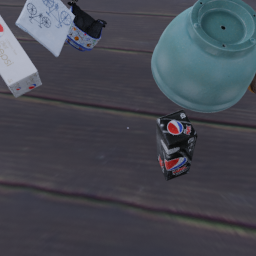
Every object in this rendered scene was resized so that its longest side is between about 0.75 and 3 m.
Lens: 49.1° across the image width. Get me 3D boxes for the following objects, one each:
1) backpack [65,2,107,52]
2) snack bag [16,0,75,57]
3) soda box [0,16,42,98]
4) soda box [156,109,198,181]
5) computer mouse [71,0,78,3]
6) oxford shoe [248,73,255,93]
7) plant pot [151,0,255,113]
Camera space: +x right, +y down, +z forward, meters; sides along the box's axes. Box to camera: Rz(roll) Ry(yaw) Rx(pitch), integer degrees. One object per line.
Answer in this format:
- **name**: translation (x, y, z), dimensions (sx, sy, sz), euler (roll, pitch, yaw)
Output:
- **backpack**: translation (-1.537, -3.226, 9.253), dimensions (1.468, 1.131, 1.398), euler (24, 32, -24)
- **snack bag**: translation (-2.192, -2.947, 7.673), dimensions (0.170, 1.494, 1.585), euler (1, 67, 35)
- **soda box**: translation (-3.278, -2.044, 7.387), dimensions (0.816, 0.763, 2.396), euler (-33, 79, -16)
- **soda box**: translation (0.873, 0.398, 5.278), dimensions (0.524, 1.656, 0.586), euler (-19, 59, -4)
- **computer mouse**: translation (-1.922, -4.952, 8.699), dimensions (2.384, 0.628, 1.651), euler (35, 96, 19)
- **oxford shoe**: translation (3.497, -1.740, 6.294), dimensions (1.056, 2.961, 1.080), euler (-3, 50, -3)
- **plant pot**: translation (1.823, -1.764, 6.085), dimensions (2.400, 1.608, 2.400), euler (2, 66, -5)
